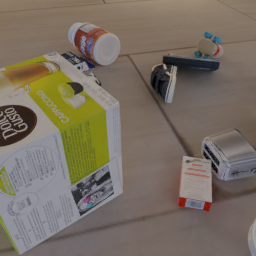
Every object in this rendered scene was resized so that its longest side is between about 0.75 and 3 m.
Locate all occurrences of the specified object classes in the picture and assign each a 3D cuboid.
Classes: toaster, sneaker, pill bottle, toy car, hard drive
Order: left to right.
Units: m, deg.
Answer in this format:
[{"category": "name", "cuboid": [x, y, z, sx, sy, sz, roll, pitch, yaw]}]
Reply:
[{"category": "pill bottle", "cuboid": [-1.543, -3.730, 12.117, 1.342, 1.342, 2.392, -28, 47, -29]}, {"category": "sneaker", "cuboid": [-1.296, -1.806, 10.719, 0.315, 0.290, 0.787, -40, 54, 1]}, {"category": "sneaker", "cuboid": [1.225, -1.617, 9.961, 0.934, 0.922, 2.351, 10, 30, 4]}, {"category": "hard drive", "cuboid": [2.435, -2.540, 10.988, 2.080, 0.342, 1.452, 8, 10, 10]}, {"category": "toy car", "cuboid": [3.697, -3.427, 12.234, 1.182, 1.089, 1.045, 5, 30, -41]}, {"category": "toaster", "cuboid": [2.601, 0.656, 7.303, 1.000, 0.880, 1.548, -13, 43, -11]}]

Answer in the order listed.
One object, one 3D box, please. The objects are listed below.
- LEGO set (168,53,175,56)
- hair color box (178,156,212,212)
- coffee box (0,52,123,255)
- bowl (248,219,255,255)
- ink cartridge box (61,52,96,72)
[{"category": "LEGO set", "cuboid": [2.113, -2.960, 11.907, 1.122, 0.417, 0.516, 17, 43, 19]}, {"category": "hair color box", "cuboid": [1.650, 1.328, 6.860, 0.732, 0.422, 1.319, 8, 42, 10]}, {"category": "coffee box", "cuboid": [-1.969, 0.384, 6.174, 2.684, 2.714, 2.710, -26, 47, -28]}, {"category": "bowl", "cuboid": [2.822, 2.307, 5.474, 1.222, 0.549, 1.222, 8, 56, -12]}, {"category": "ink cartridge box", "cuboid": [-2.656, -2.495, 11.329, 2.508, 0.492, 1.247, -28, 47, -30]}]
